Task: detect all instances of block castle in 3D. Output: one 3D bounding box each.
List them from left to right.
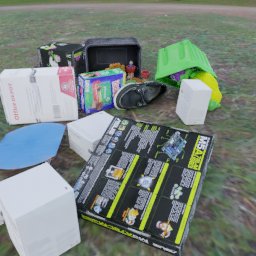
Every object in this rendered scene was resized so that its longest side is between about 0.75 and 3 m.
[{"bbox_3d":[-0.263,-2.317,13.008,2.339,1.097,1.563,-22,36,-33],"label":"block castle"}]

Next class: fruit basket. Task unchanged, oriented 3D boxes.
[{"bbox_3d":[2.636,-1.940,11.666,2.157,2.990,2.990,-12,21,32],"label":"fruit basket"}]

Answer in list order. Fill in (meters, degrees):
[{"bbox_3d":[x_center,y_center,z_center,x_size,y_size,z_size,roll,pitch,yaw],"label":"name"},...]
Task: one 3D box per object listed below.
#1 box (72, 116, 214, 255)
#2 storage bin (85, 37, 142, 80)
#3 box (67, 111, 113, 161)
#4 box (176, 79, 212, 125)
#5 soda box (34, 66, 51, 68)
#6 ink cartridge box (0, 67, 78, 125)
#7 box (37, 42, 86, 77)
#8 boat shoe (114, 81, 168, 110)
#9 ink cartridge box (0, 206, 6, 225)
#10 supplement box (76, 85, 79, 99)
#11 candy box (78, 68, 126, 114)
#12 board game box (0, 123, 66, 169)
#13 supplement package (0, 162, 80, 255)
[{"bbox_3d":[0.345,1.105,6.632,2.745,0.675,2.842,14,54,20],"label":"box"},{"bbox_3d":[-0.773,-3.518,14.312,2.773,1.875,1.300,-4,31,-7],"label":"storage bin"},{"bbox_3d":[-0.892,0.292,8.644,1.420,0.928,1.413,-23,37,-34],"label":"box"},{"bbox_3d":[2.387,-0.964,10.322,0.735,1.382,1.052,-1,31,-14],"label":"box"},{"bbox_3d":[-4.359,-2.116,12.973,0.864,0.774,2.443,5,31,7],"label":"soda box"},{"bbox_3d":[-3.198,-1.202,10.304,2.539,1.849,1.077,-5,29,-8],"label":"ink cartridge box"},{"bbox_3d":[-3.469,-3.790,15.259,2.228,1.385,1.655,11,32,18],"label":"box"},{"bbox_3d":[0.630,-1.336,11.412,0.901,1.016,2.718,12,20,42],"label":"boat shoe"},{"bbox_3d":[-2.936,1.845,6.502,0.928,0.384,0.680,-22,36,-32],"label":"ink cartridge box"},{"bbox_3d":[-1.684,-1.572,12.244,0.844,0.567,0.845,26,39,37],"label":"supplement box"},{"bbox_3d":[-1.015,-1.492,11.172,1.768,1.495,0.681,-16,38,-26],"label":"candy box"},{"bbox_3d":[-2.945,0.653,8.523,1.983,0.489,2.510,-7,29,2],"label":"board game box"},{"bbox_3d":[-1.767,1.731,5.590,1.129,1.488,1.121,-23,37,-34],"label":"supplement package"}]
